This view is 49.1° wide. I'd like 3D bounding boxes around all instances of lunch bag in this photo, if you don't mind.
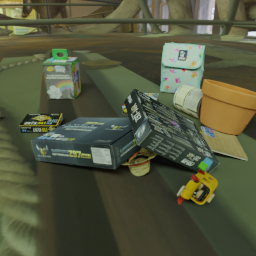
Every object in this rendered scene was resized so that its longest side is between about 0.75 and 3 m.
[{"bbox_3d":[2.897,-3.176,14.871,2.197,2.579,1.573,9,25,18],"label":"lunch bag"}]

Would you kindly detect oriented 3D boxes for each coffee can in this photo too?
[{"bbox_3d":[2.881,-1.099,11.881,1.175,1.175,1.605,-13,27,-27],"label":"coffee can"}]

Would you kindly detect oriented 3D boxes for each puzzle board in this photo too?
[{"bbox_3d":[3.110,0.483,9.253,1.267,0.146,1.681,15,25,-1],"label":"puzzle board"}]

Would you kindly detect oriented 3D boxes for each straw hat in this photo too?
[{"bbox_3d":[0.304,1.002,7.825,1.416,0.599,1.416,-14,12,3],"label":"straw hat"}]

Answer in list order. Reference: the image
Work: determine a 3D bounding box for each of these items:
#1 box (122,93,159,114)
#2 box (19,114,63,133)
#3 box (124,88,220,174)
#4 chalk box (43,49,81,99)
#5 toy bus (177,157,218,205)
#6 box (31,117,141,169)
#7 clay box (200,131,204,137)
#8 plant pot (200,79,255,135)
[{"bbox_3d":[0.624,-1.145,12.939,1.424,0.415,2.080,5,24,10],"label":"box"},{"bbox_3d":[-3.329,-0.206,10.840,1.407,0.347,1.124,0,28,-2],"label":"box"},{"bbox_3d":[1.191,0.094,7.887,2.512,0.547,2.013,25,28,-29],"label":"box"},{"bbox_3d":[-3.332,-2.818,14.267,1.494,2.401,1.486,1,24,3],"label":"chalk box"},{"bbox_3d":[1.635,1.393,6.309,0.616,1.125,1.192,35,65,21],"label":"toy bus"},{"bbox_3d":[-1.043,0.326,8.546,2.947,0.752,2.324,2,19,31],"label":"box"},{"bbox_3d":[2.324,0.400,9.626,1.071,0.255,0.615,-11,29,-28],"label":"clay box"},{"bbox_3d":[3.608,-0.735,10.227,2.208,1.545,2.208,14,17,-4],"label":"plant pot"}]
